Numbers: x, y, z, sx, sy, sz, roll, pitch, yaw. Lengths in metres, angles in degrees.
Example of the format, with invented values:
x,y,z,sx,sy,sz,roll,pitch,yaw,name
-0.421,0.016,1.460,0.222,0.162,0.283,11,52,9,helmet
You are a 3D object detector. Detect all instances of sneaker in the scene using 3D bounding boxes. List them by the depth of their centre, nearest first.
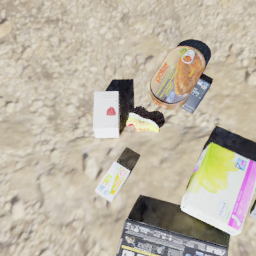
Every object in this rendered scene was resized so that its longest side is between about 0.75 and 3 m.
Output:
x,y,z,sx,sy,sz,roll,pitch,yaw,name
0.424,-0.044,8.222,1.050,0.410,0.474,23,74,17,sneaker

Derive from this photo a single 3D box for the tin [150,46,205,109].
x,y,z,sx,sy,sz,roll,pitch,yaw,name
1.469,-1.535,8.436,1.225,0.458,2.188,29,70,9,tin

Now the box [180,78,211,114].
x,y,z,sx,sy,sz,roll,pitch,yaw,name
1.705,-1.217,8.695,1.375,0.351,1.084,33,72,13,box

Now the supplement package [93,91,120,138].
x,y,z,sx,sy,sz,roll,pitch,yaw,name
-0.610,-0.381,8.156,0.724,0.716,1.195,-1,68,-1,supplement package

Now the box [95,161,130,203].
x,y,z,sx,sy,sz,roll,pitch,yaw,name
-0.391,1.456,7.525,0.528,0.476,0.939,30,71,12,box

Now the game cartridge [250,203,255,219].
x,y,z,sx,sy,sz,roll,pitch,yaw,name
3.908,2.286,7.331,1.194,0.248,0.795,33,67,13,game cartridge

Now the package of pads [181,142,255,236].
x,y,z,sx,sy,sz,roll,pitch,yaw,name
2.426,1.537,7.378,1.557,0.687,2.015,24,70,10,package of pads

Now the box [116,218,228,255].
x,y,z,sx,sy,sz,roll,pitch,yaw,name
0.906,3.514,6.598,2.570,0.631,2.072,13,67,5,box
